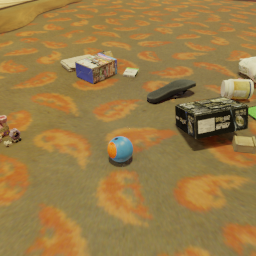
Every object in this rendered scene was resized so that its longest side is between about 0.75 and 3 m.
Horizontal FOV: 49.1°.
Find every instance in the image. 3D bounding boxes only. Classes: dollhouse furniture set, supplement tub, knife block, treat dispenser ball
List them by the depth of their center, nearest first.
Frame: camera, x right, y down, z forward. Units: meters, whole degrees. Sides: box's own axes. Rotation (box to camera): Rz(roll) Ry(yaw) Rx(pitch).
[{"bbox_3d":[4.689,0.695,8.741,2.281,1.268,2.018,6,36,8],"label":"dollhouse furniture set"},{"bbox_3d":[-0.249,0.694,9.150,0.838,0.838,0.838,0,36,0],"label":"treat dispenser ball"},{"bbox_3d":[4.847,-1.736,12.491,1.218,0.879,0.879,2,36,3],"label":"supplement tub"},{"bbox_3d":[-1.220,-3.720,15.743,0.450,1.234,1.405,-22,86,-26],"label":"knife block"}]

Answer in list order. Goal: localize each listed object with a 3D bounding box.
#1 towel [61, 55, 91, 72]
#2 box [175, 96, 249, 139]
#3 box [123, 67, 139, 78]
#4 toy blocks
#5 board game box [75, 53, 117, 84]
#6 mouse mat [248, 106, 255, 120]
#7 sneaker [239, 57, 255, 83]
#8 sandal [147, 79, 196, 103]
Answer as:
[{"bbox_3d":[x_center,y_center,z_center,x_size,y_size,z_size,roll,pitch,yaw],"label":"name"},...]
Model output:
[{"bbox_3d":[-2.663,-3.675,15.665,1.974,0.340,1.308,-22,42,-28],"label":"towel"},{"bbox_3d":[2.982,-0.425,10.182,2.045,0.881,1.675,-11,20,-12],"label":"box"},{"bbox_3d":[0.162,-2.929,14.783,0.647,0.163,0.897,9,38,12],"label":"box"},{"bbox_3d":[-4.780,-0.032,9.826,1.424,1.199,1.331,25,42,31],"label":"toy blocks"},{"bbox_3d":[-1.618,-3.092,14.420,1.361,0.827,1.707,28,44,34],"label":"board game box"},{"bbox_3d":[6.125,-0.339,11.229,1.943,0.091,2.415,-11,36,-16],"label":"mouse mat"},{"bbox_3d":[6.227,-2.964,14.303,1.071,0.940,2.673,4,28,16],"label":"sneaker"},{"bbox_3d":[1.966,-1.643,12.788,2.446,0.524,0.930,-22,33,-13],"label":"sandal"}]
